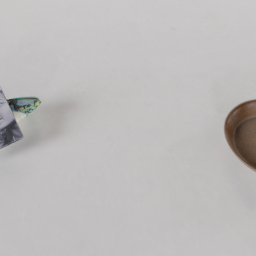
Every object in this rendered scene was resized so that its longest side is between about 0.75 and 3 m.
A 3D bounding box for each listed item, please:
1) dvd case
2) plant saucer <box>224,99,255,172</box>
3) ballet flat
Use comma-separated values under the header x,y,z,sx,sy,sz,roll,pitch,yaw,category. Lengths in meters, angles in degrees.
x,y,z,sx,sy,sz,roll,pitch,yaw,category
-3.789,-0.196,7.669,1.282,0.138,1.725,-27,77,-8,dvd case
4.028,0.342,7.723,2.791,0.511,2.791,-2,51,2,plant saucer
-3.829,-0.360,8.252,2.552,0.947,0.947,-6,53,-2,ballet flat
